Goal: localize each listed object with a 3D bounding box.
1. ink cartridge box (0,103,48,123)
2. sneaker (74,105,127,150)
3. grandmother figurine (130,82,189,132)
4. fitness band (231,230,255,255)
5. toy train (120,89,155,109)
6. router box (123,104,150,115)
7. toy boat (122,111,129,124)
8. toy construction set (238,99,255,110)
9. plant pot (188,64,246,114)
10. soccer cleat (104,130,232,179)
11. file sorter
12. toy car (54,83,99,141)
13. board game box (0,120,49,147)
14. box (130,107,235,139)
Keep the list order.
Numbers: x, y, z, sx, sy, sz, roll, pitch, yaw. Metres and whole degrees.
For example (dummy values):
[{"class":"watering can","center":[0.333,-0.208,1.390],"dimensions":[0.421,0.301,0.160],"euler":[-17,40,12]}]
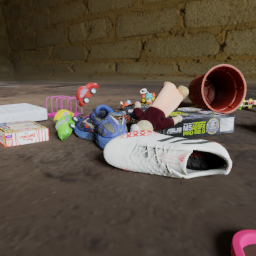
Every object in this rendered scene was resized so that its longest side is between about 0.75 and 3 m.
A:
[{"class":"ink cartridge box","center":[-5.100,-0.566,11.693],"dimensions":[2.618,0.567,2.571],"euler":[-12,17,-36]},{"class":"sneaker","center":[-0.802,-0.171,8.520],"dimensions":[1.088,1.133,2.889],"euler":[-7,14,-34]},{"class":"grandmother figurine","center":[0.810,-0.454,8.237],"dimensions":[1.506,0.752,2.483],"euler":[13,46,29]},{"class":"fitness band","center":[1.617,1.512,3.082],"dimensions":[0.858,0.224,1.195],"euler":[-1,11,9]},{"class":"toy train","center":[0.530,-1.246,14.066],"dimensions":[1.362,0.504,1.814],"euler":[11,-31,-41]},{"class":"router box","center":[0.702,-0.878,13.415],"dimensions":[1.586,0.405,1.183],"euler":[5,13,20]},{"class":"toy boat","center":[-0.246,-0.255,9.355],"dimensions":[0.659,0.364,0.783],"euler":[-25,14,42]},{"class":"toy construction set","center":[6.216,-1.245,14.263],"dimensions":[1.663,0.766,1.091],"euler":[19,-3,37]},{"class":"plant pot","center":[4.341,-1.929,14.406],"dimensions":[2.354,2.354,2.290],"euler":[-3,5,-12]},{"class":"soccer cleat","center":[0.793,0.579,5.777],"dimensions":[2.643,0.907,1.126],"euler":[5,9,1]},{"class":"file sorter","center":[-2.907,-0.983,12.765],"dimensions":[1.430,0.897,0.993],"euler":[8,15,31]},{"class":"toy car","center":[-1.903,-0.418,9.062],"dimensions":[0.509,2.282,2.147],"euler":[38,26,-20]},{"class":"board game box","center":[-3.459,0.124,8.868],"dimensions":[1.317,0.403,1.739],"euler":[-9,15,-35]},{"class":"box","center":[1.843,-0.220,9.865],"dimensions":[2.892,0.640,2.316],"euler":[-6,14,-24]}]
